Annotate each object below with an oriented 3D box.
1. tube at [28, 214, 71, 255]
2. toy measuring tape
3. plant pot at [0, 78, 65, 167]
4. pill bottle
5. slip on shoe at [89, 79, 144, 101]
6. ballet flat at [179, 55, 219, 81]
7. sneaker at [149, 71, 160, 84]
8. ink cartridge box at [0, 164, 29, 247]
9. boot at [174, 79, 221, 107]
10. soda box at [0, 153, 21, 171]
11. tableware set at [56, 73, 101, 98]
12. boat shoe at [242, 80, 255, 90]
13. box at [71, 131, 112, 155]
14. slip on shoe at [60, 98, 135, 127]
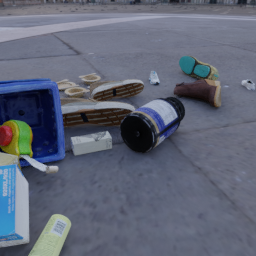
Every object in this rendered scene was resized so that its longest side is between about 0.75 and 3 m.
[{"bbox_3d":[-1.494,2.276,4.822,0.493,0.441,1.700,-32,19,26],"label":"tube"},{"bbox_3d":[-2.712,0.361,7.422,2.584,0.951,0.951,19,33,33],"label":"toy measuring tape"},{"bbox_3d":[-3.022,-0.297,7.921,2.190,2.190,1.969,-7,21,-16],"label":"plant pot"},{"bbox_3d":[0.864,-0.208,8.649,1.233,1.233,2.205,19,32,32],"label":"pill bottle"},{"bbox_3d":[-0.475,-1.717,11.881,2.353,0.894,0.713,-15,53,-14],"label":"slip on shoe"},{"bbox_3d":[3.693,-3.049,14.602,1.005,1.005,2.844,-10,29,-19],"label":"ballet flat"},{"bbox_3d":[1.285,-2.520,13.881,0.437,0.505,1.166,-4,29,-10],"label":"sneaker"},{"bbox_3d":[-2.717,1.474,4.936,1.673,1.231,1.210,-5,64,-11],"label":"ink cartridge box"},{"bbox_3d":[2.873,-1.425,11.693,1.924,0.837,2.313,-2,25,17],"label":"boot"},{"bbox_3d":[-3.974,1.025,6.618,2.850,0.912,0.965,8,28,17],"label":"soda box"},{"bbox_3d":[-2.069,-1.941,12.940,2.397,0.333,2.870,-16,31,-29],"label":"tableware set"},{"bbox_3d":[5.727,-2.115,13.250,0.398,0.353,1.081,-2,28,-4],"label":"boat shoe"},{"bbox_3d":[-1.080,0.443,8.295,1.150,0.393,0.473,-10,29,-19],"label":"box"},{"bbox_3d":[-1.194,-0.634,9.543,2.886,1.097,0.874,-6,54,3],"label":"slip on shoe"}]
